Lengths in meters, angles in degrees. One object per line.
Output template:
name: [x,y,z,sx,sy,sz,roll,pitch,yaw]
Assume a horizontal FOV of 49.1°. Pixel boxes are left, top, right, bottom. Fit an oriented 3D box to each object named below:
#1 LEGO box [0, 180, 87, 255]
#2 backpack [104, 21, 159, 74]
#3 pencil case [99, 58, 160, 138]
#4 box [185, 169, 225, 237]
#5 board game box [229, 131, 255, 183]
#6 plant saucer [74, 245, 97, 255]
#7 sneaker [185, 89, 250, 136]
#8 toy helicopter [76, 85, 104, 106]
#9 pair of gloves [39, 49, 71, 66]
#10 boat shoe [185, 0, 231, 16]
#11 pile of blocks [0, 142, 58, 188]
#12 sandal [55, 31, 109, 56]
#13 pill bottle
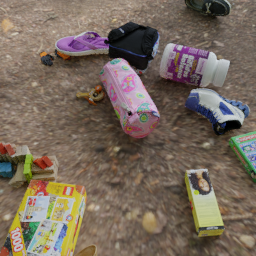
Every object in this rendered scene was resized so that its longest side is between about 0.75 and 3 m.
LEGO box: [-1.962,2.374,6.870,1.460,0.756,1.960,6,49,5]
backpack: [0.332,-3.192,11.038,1.997,1.539,1.903,26,61,9]
pencil case: [-0.011,-1.065,9.408,1.300,1.300,2.973,-15,51,-12]
box: [1.995,1.945,7.484,0.651,0.433,1.729,-4,51,-3]
board game box: [4.484,0.687,8.590,2.238,0.326,1.506,-13,51,-11]
plant saucer: [-1.157,3.162,6.042,1.431,1.431,0.253,-41,93,-28]
sneaker: [2.871,-0.479,9.219,2.099,0.848,1.212,19,51,13]
toy helicopter: [-1.399,-1.148,10.153,1.045,0.412,0.691,1,59,15]
pair of gloves: [-3.095,-3.043,11.799,1.160,0.143,1.033,-26,55,-19]
boat shoe: [3.876,-5.997,13.794,0.754,0.945,2.498,-30,45,-24]
pile of blocks: [-3.302,0.944,8.036,2.750,0.855,1.129,14,52,12]
sandal: [-1.545,-3.660,11.734,2.952,0.726,1.201,-5,51,-15]
pill bottle: [2.456,-2.264,10.399,2.333,1.310,1.310,16,52,13]
